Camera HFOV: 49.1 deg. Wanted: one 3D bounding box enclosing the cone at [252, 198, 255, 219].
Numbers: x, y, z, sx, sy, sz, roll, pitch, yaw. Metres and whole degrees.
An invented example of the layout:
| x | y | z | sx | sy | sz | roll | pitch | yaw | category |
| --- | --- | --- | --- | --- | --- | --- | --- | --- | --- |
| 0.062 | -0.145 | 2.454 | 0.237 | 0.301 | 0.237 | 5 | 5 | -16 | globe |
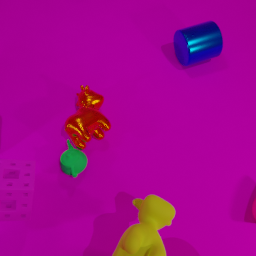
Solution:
| x | y | z | sx | sy | sz | roll | pitch | yaw | category |
| --- | --- | --- | --- | --- | --- | --- | --- | --- | --- |
| 3.449 | 1.899 | 5.998 | 1.048 | 1.044 | 1.044 | 40 | 63 | -15 | cone |

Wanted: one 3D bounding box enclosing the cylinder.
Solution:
| x | y | z | sx | sy | sz | roll | pitch | yaw | category |
| --- | --- | --- | --- | --- | --- | --- | --- | --- | --- |
| 2.014 | -2.447 | 8.140 | 1.062 | 1.062 | 1.062 | -19 | 62 | -8 | cylinder |

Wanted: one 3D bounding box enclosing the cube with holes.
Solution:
| x | y | z | sx | sy | sz | roll | pitch | yaw | category |
| --- | --- | --- | --- | --- | --- | --- | --- | --- | --- |
| -2.454 | 1.288 | 5.853 | 0.896 | 0.896 | 0.896 | 5 | 31 | -19 | cube with holes |

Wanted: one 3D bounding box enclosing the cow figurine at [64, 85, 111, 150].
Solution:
| x | y | z | sx | sy | sz | roll | pitch | yaw | category |
| --- | --- | --- | --- | --- | --- | --- | --- | --- | --- |
| -1.096 | -0.334 | 7.029 | 1.468 | 0.819 | 1.491 | 50 | 45 | 11 | cow figurine |

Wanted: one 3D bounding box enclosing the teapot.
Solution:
| x | y | z | sx | sy | sz | roll | pitch | yaw | category |
| --- | --- | --- | --- | --- | --- | --- | --- | --- | --- |
| -1.323 | 0.741 | 6.650 | 0.653 | 0.514 | 1.050 | -19 | 48 | 0 | teapot |

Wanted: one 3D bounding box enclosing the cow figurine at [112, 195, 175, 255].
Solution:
| x | y | z | sx | sy | sz | roll | pitch | yaw | category |
| --- | --- | --- | --- | --- | --- | --- | --- | --- | --- |
| 0.230 | 1.950 | 4.854 | 0.848 | 1.521 | 1.546 | 31 | 96 | 3 | cow figurine |
